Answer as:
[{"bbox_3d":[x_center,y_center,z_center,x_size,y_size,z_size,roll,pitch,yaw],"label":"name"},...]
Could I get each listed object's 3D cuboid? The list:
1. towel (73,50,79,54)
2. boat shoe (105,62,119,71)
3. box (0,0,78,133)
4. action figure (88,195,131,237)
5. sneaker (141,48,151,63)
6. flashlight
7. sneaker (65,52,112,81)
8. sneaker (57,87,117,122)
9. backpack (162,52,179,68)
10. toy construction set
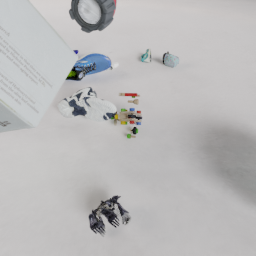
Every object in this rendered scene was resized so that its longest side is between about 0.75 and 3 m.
[{"bbox_3d":[-3.080,-3.811,14.555,0.715,0.240,0.969,6,33,21],"label":"towel"},{"bbox_3d":[-0.745,-2.805,12.966,0.823,0.291,0.285,-26,41,-20],"label":"boat shoe"},{"bbox_3d":[-2.911,-1.346,5.727,2.405,2.417,2.071,-7,49,39],"label":"box"},{"bbox_3d":[-0.399,1.789,5.639,0.769,0.660,1.294,-31,-5,1],"label":"action figure"},{"bbox_3d":[0.915,-3.660,14.109,0.500,0.487,1.257,-4,33,10],"label":"sneaker"},{"bbox_3d":[-0.332,-3.220,6.751,0.965,0.961,2.839,44,42,-11],"label":"flashlight"},{"bbox_3d":[-1.926,-2.475,12.002,2.555,1.004,1.139,-14,44,-8],"label":"sneaker"},{"bbox_3d":[-1.157,-0.905,9.425,2.107,0.841,1.371,-2,34,29],"label":"sneaker"},{"bbox_3d":[2.034,-3.191,13.316,0.787,0.656,0.498,28,62,31],"label":"backpack"},{"bbox_3d":[-0.143,-0.489,8.650,0.994,1.293,1.079,5,25,16],"label":"toy construction set"}]
